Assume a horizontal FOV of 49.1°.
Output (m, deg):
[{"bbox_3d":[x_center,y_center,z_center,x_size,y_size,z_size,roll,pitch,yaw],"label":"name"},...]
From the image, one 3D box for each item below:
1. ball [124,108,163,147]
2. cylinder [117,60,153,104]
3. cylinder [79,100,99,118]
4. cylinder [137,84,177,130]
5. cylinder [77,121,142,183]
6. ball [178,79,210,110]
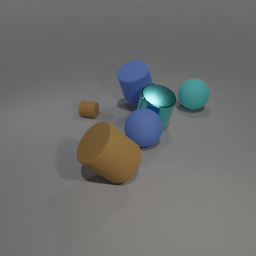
[{"bbox_3d":[0.566,-0.008,10.172,1.400,1.400,1.400,0,30,0],"label":"ball"},{"bbox_3d":[0.359,-2.006,12.375,1.400,1.400,1.400,-9,49,11],"label":"cylinder"},{"bbox_3d":[-1.726,-0.837,12.398,0.700,0.700,0.700,8,30,13],"label":"cylinder"},{"bbox_3d":[1.084,-0.783,11.229,1.400,1.400,1.400,7,46,-7],"label":"cylinder"},{"bbox_3d":[-0.550,0.739,8.351,1.400,1.400,1.400,-28,42,29],"label":"cylinder"},{"bbox_3d":[3.003,-1.544,12.814,1.400,1.400,1.400,0,30,0],"label":"ball"}]
